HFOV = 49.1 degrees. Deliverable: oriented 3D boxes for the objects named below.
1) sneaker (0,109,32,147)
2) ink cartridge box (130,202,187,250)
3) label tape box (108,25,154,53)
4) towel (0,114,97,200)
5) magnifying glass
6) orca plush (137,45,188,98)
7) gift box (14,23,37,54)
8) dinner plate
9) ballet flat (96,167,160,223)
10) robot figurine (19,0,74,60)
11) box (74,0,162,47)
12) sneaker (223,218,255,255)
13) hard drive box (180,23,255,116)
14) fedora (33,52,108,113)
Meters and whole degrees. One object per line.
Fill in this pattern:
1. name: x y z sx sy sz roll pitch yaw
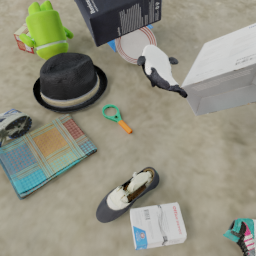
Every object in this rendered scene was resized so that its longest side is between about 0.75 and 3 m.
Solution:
1. sneaker: -4.454 0.162 9.090 2.518 0.970 1.073 -31 49 -29
2. ink cartridge box: 0.769 2.592 7.408 1.311 0.549 0.951 -7 54 -5
3. label tape box: -0.050 -4.223 12.360 1.927 0.610 1.390 -25 58 -17
4. towel: -2.624 0.749 8.925 2.723 0.295 1.997 -32 61 -21
5. magnifying glass: -0.366 -0.322 9.794 0.591 0.166 1.486 -32 61 -21
6. orca plush: 0.667 -1.040 5.641 0.826 0.558 1.570 -20 51 -24
7. gift box: -4.116 -3.870 11.882 0.942 1.021 0.953 22 55 9
8. dinner plate: 0.322 -3.508 11.641 1.825 0.221 1.825 2 85 -18
9. ballet flat: -0.004 1.788 7.883 2.188 0.799 0.799 -32 60 -21
10. robot figurine: -3.198 -3.764 11.174 2.023 2.306 1.334 -26 18 -33
11. box: -0.506 -4.649 9.682 2.597 1.525 2.554 -25 71 -4
12. sneaker: 2.867 2.925 7.145 0.842 0.583 1.394 12 52 7
13. hard drive box: 2.968 -1.736 7.835 2.139 1.054 2.745 -13 32 40
14. fedora: -2.159 -1.890 10.233 2.825 1.290 2.825 0 54 0
